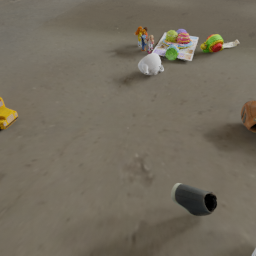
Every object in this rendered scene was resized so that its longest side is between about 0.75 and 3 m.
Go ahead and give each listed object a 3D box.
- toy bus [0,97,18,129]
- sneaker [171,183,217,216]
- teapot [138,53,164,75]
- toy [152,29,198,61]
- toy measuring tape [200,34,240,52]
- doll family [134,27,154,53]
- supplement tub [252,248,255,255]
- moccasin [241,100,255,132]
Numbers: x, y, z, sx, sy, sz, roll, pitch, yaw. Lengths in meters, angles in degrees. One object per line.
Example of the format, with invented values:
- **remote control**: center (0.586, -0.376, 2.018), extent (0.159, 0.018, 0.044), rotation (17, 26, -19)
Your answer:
- **toy bus**: center (-4.144, -0.574, 7.987), extent (1.923, 0.753, 0.626), rotation (14, 41, 17)
- **sneaker**: center (1.407, 1.408, 5.098), extent (0.691, 1.301, 0.487), rotation (5, 72, 47)
- **teapot**: center (0.861, -2.213, 10.103), extent (0.907, 0.895, 0.662), rotation (-32, 82, -4)
- **toy**: center (2.129, -3.772, 11.995), extent (1.613, 0.661, 2.801), rotation (13, 41, 11)
- **toy measuring tape**: center (3.939, -3.609, 11.721), extent (2.001, 0.736, 0.736), rotation (-14, 41, -16)
- **doll family**: center (0.634, -3.783, 11.838), extent (0.639, 0.881, 1.419), rotation (-8, 40, -10)
- **supplement tub**: center (3.275, 2.080, 3.891), extent (1.803, 1.803, 2.480), rotation (-30, 48, -32)
- **moccasin**: center (4.501, -0.250, 7.406), extent (2.773, 1.014, 1.070), rotation (3, 45, 0)
